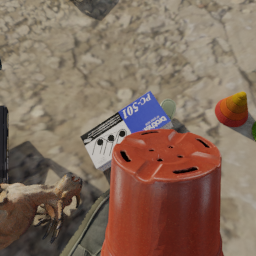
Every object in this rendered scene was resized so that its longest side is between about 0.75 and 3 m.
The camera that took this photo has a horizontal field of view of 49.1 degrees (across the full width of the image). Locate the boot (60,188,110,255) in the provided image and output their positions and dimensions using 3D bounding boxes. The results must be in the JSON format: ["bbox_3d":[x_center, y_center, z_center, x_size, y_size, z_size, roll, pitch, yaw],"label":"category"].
[{"bbox_3d":[0.026,2.754,5.876,2.453,0.890,2.230,29,81,21],"label":"boot"}]

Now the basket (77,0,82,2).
[{"bbox_3d":[-1.689,-5.273,9.993,0.861,0.784,1.270,28,68,13],"label":"basket"}]

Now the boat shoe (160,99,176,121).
[{"bbox_3d":[0.807,0.000,7.473,0.570,0.482,1.599,28,81,-3],"label":"boat shoe"}]

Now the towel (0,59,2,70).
[{"bbox_3d":[-3.215,-2.581,5.467,1.898,2.588,0.281,31,44,33],"label":"towel"}]

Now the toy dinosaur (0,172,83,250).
[{"bbox_3d":[-2.526,1.999,6.140,2.983,2.022,1.280,-34,37,9],"label":"toy dinosaur"}]

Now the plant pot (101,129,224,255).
[{"bbox_3d":[0.514,1.141,4.086,1.952,1.899,1.952,-1,23,1],"label":"plant pot"}]

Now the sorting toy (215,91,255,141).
[{"bbox_3d":[3.729,-0.152,7.294,2.878,0.991,0.998,33,67,16],"label":"sorting toy"}]

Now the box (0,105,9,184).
[{"bbox_3d":[-4.285,0.605,6.503,2.788,0.685,2.247,0,76,-17],"label":"box"}]

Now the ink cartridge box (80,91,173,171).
[{"bbox_3d":[-0.048,0.088,7.097,2.155,0.476,1.013,-33,67,4],"label":"ink cartridge box"}]
